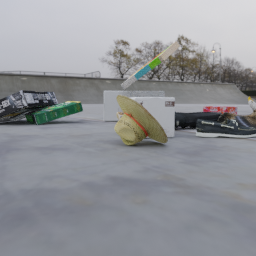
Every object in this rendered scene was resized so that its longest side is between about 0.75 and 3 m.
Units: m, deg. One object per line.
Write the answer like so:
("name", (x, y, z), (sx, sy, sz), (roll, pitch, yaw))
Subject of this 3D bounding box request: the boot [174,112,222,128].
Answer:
("boot", (2.013, -0.395, 9.935), (2.071, 0.680, 1.707), (-7, 20, -18))

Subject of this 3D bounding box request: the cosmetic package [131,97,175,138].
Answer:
("cosmetic package", (0.597, -0.322, 7.715), (1.054, 1.055, 1.279), (-1, 6, -8))

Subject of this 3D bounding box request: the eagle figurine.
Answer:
("eagle figurine", (3.885, -0.298, 8.581), (1.797, 1.356, 1.363), (-29, -35, -4))

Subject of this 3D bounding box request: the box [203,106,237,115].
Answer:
("box", (3.866, -0.572, 11.851), (0.663, 0.692, 1.389), (-3, 7, -26))

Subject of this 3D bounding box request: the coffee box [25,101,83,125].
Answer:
("coffee box", (-3.093, -0.667, 11.749), (2.088, 0.459, 1.284), (-21, 17, -33))

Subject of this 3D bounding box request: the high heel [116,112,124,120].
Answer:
("high heel", (-0.099, -0.480, 10.597), (0.575, 0.288, 0.807), (-10, 16, -18))

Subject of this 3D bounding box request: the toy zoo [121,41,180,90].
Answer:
("toy zoo", (0.778, -2.497, 11.741), (2.747, 0.281, 1.802), (-30, 12, 43))

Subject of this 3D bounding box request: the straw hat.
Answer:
("straw hat", (0.078, 0.024, 6.174), (0.658, 1.555, 1.555), (-44, 20, -13))

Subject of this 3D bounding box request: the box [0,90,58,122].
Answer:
("box", (-4.525, -0.892, 11.797), (2.158, 0.681, 2.737), (-20, 2, 11))

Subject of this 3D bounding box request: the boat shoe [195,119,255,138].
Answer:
("boat shoe", (2.636, -0.008, 7.471), (1.622, 0.489, 0.613), (0, 6, -2))

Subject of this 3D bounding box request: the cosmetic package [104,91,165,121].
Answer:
("cosmetic package", (0.250, -0.989, 12.656), (2.684, 1.361, 0.956), (0, 5, -3))
